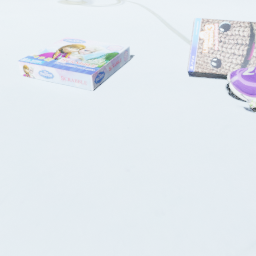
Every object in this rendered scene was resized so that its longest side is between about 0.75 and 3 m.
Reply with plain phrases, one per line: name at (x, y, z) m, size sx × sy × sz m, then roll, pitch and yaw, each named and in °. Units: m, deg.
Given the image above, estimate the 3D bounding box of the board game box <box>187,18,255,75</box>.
board game box at (3.109, -2.627, 9.211) m, size 2.095 × 1.670 × 1.014 m, roll 6°, pitch 14°, yaw 9°

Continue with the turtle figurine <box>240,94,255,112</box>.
turtle figurine at (3.505, -0.850, 7.241) m, size 1.157 × 0.832 × 1.122 m, roll 28°, pitch -2°, yaw 10°

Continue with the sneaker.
sneaker at (4.308, -1.515, 7.948) m, size 2.908 × 1.213 × 1.172 m, roll -3°, pitch 63°, yaw -2°

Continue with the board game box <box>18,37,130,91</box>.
board game box at (-1.814, -2.454, 10.131) m, size 2.911 × 0.599 × 2.904 m, roll 14°, pitch 37°, yaw 19°
